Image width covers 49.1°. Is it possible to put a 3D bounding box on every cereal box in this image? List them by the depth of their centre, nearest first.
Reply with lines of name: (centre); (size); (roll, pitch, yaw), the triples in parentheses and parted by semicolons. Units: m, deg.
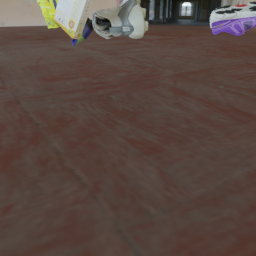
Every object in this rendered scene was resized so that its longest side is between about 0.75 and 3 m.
cereal box: (-1.236, -2.860, 6.458); (0.255, 1.288, 0.927); (-14, 54, -47)

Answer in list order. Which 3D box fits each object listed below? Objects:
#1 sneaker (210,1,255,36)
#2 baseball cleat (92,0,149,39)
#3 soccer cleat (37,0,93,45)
sneaker: (2.063, -1.868, 4.878); (1.233, 0.514, 0.497); (0, 45, 12)
baseball cleat: (-0.279, -3.370, 8.217); (1.558, 1.021, 2.927); (-3, 30, -6)
soccer cleat: (-2.232, -3.621, 8.363); (1.165, 2.785, 0.900); (-45, 38, 7)
